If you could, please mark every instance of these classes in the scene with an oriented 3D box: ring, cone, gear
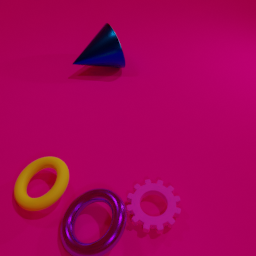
[{"bbox_3d":[-0.714,1.899,5.700,1.462,0.292,1.462,-15,46,15],"label":"ring"},{"bbox_3d":[-1.156,-2.494,9.557,1.614,1.608,1.608,-25,50,-8],"label":"cone"},{"bbox_3d":[0.555,1.684,6.110,1.161,0.215,1.161,-1,49,1],"label":"gear"},{"bbox_3d":[-1.971,1.240,6.382,1.337,0.267,1.337,-11,49,13],"label":"ring"}]
